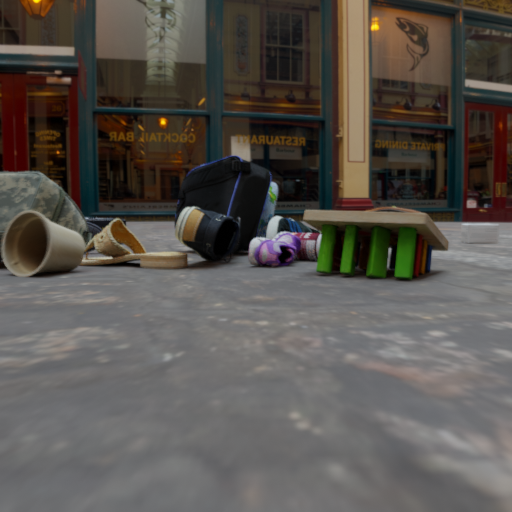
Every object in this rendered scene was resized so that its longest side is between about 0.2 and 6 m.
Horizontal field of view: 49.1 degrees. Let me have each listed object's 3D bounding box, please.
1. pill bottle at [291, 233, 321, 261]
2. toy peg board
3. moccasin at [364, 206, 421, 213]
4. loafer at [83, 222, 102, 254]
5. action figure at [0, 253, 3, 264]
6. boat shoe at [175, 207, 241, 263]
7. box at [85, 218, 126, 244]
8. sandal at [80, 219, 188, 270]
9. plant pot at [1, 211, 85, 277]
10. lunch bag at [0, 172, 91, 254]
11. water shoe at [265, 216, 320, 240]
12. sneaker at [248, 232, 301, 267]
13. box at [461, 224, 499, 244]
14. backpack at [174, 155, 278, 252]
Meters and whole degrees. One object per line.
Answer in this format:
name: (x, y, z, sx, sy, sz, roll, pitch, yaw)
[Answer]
pill bottle: (1.080, -0.164, 10.606, 0.936, 0.534, 0.534, 3, 5, 31)
toy peg board: (1.802, -0.030, 8.439, 1.775, 0.868, 1.767, 5, -9, 29)
moccasin: (3.552, -0.799, 15.827, 1.203, 1.140, 3.116, -15, 4, -40)
loafer: (-4.461, -0.381, 12.175, 2.196, 0.789, 0.692, -5, 3, -25)
action figure: (-4.444, -0.059, 9.032, 0.710, 0.610, 1.195, -10, 6, -1)
boat shoe: (-0.668, -0.329, 10.168, 0.768, 0.921, 2.468, 18, -2, 15)
box: (-5.345, -0.630, 14.781, 2.650, 0.807, 3.288, 2, 5, 12)
sandal: (-2.279, -0.238, 9.740, 2.479, 0.815, 0.909, 2, 5, 25)
plant pot: (-3.137, -0.119, 8.471, 0.976, 0.976, 0.893, 2, -6, 26)
lunch bag: (-4.112, -0.581, 9.995, 1.887, 1.315, 1.583, -1, -24, 22)
water shoe: (0.788, -0.382, 11.609, 0.903, 0.818, 2.288, 14, 14, 14)
sneaker: (0.472, -0.069, 9.809, 0.622, 0.566, 1.408, 11, 14, 32)
box: (6.634, -0.665, 16.644, 0.878, 0.574, 0.873, 1, 5, 6)
backpack: (-0.717, -1.034, 12.714, 1.662, 2.070, 2.262, 21, -13, -40)
